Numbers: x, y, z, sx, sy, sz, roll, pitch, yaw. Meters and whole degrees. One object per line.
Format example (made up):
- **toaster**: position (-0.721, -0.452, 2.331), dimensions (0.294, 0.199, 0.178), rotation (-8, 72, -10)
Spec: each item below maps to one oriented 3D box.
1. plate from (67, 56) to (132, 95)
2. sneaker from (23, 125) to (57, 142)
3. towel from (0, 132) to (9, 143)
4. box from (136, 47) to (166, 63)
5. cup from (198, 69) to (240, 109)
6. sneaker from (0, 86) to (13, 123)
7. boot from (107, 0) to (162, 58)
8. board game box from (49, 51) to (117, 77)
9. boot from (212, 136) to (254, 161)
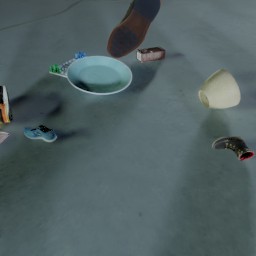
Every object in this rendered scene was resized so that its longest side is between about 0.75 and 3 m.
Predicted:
- **plate**: position (-1.151, -2.103, 11.408), dimensions (2.640, 0.337, 2.640), rotation (5, 44, -4)
- **sneaker**: position (-2.658, 0.076, 8.459), dimensions (1.063, 0.478, 0.417), rotation (8, 36, 12)
- **towel**: position (-4.094, 0.333, 8.410), dimensions (0.754, 0.122, 0.720), rotation (8, 36, 12)
- **box**: position (1.123, -3.614, 13.762), dimensions (1.309, 0.491, 0.656), rotation (-13, 36, -20)
- **cup**: position (3.052, -1.215, 9.736), dimensions (0.979, 1.368, 1.368), rotation (-25, 39, -6)
- **sneaker**: position (-4.526, -0.832, 9.545), dimensions (0.926, 0.720, 2.059), rotation (-12, 39, -21)
- **boot**: position (0.286, -3.480, 9.160), dimensions (1.009, 2.702, 1.309), rotation (34, 47, -15)
- **board game box**: position (-1.985, -2.854, 12.819), dimensions (2.333, 0.302, 2.333), rotation (18, 39, 23)
- **boot**: position (2.954, 0.581, 7.861), dimensions (0.992, 0.363, 0.747), rotation (-3, 34, -15)
